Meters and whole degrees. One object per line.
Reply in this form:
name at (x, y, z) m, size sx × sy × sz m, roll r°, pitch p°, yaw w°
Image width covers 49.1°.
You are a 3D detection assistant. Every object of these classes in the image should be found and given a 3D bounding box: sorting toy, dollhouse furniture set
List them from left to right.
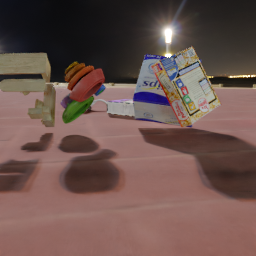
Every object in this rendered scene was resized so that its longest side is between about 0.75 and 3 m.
dollhouse furniture set at (-3.140, -1.095, 8.727) m, size 1.445 × 1.686 × 1.773 m, roll -1°, pitch -21°, yaw -5°
sorting toy at (-1.516, -1.215, 8.493) m, size 1.491 × 1.019 × 2.482 m, roll -41°, pitch -2°, yaw -37°

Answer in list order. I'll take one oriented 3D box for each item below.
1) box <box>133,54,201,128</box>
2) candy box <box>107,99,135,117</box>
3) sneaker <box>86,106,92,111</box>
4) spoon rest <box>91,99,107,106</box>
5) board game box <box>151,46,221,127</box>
box at (1.462, -1.397, 10.228) m, size 2.133 × 2.319 × 1.217 m, roll 8°, pitch -32°, yaw 11°
candy box at (0.148, -1.007, 13.620) m, size 1.826 × 0.653 × 1.532 m, roll 7°, pitch 13°, yaw 36°
sneaker at (-2.490, -1.079, 14.776) m, size 1.397 × 0.561 × 0.603 m, roll 18°, pitch 7°, yaw 38°
spoon rest at (-1.998, -1.301, 15.505) m, size 1.921 × 0.582 × 0.954 m, roll 1°, pitch 10°, yaw -2°
board game box at (1.734, -1.225, 8.168) m, size 1.498 × 1.978 × 0.458 m, roll -29°, pitch 4°, yaw -32°
